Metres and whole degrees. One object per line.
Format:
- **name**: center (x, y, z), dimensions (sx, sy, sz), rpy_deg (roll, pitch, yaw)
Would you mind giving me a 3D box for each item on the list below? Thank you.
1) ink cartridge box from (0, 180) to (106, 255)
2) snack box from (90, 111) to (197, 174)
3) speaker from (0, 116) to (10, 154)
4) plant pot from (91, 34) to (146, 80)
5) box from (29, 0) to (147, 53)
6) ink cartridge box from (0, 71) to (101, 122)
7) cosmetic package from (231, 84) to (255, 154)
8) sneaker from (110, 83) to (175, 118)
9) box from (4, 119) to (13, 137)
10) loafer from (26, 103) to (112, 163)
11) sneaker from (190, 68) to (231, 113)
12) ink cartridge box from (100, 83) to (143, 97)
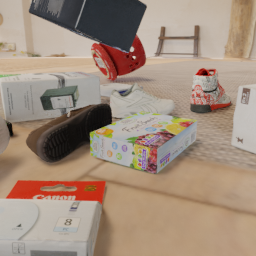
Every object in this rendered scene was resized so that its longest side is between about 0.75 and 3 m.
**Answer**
- **ink cartridge box**: center (-1.087, 0.974, 3.588), dimensions (1.482, 0.438, 1.852), rpy_deg (0, 18, 1)
- **snack box**: center (0.416, 0.187, 5.954), dimensions (1.483, 0.552, 2.085), rpy_deg (10, 20, 30)
- **speaker**: center (-2.915, 0.452, 4.156), dimensions (1.104, 1.104, 2.719), rpy_deg (2, 17, 5)
- **plant pot**: center (-0.636, -4.322, 16.649), dimensions (2.480, 2.724, 2.724), rpy_deg (-36, 27, -11)
- **box**: center (-1.328, -3.769, 8.883), dimensions (2.210, 1.594, 2.977), rpy_deg (10, 17, -48)
- **ink cartridge box**: center (-2.552, -1.133, 9.130), dimensions (2.880, 1.210, 2.102), rpy_deg (-8, 19, -24)
- **cosmetic package**: center (3.274, -0.205, 5.875), dimensions (1.631, 1.344, 1.346), rpy_deg (-12, 22, -33)
- **sneaker**: center (0.440, -0.849, 8.513), dimensions (2.088, 1.037, 0.813), rpy_deg (-3, 17, -10)
- **box**: center (-3.854, 0.020, 6.815), dimensions (1.542, 0.379, 1.597), rpy_deg (-11, 20, -40)
- **loafer**: center (-1.212, -0.057, 6.158), dimensions (0.866, 0.891, 2.440), rpy_deg (11, 20, 29)
- **sneaker**: center (3.011, -1.414, 9.789), dimensions (0.853, 1.369, 2.554), rpy_deg (14, 22, 38)
- **ink cartridge box**: center (-0.524, -1.687, 12.427), dimensions (1.725, 0.350, 1.722), rpy_deg (15, 23, 41)
